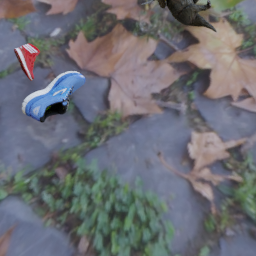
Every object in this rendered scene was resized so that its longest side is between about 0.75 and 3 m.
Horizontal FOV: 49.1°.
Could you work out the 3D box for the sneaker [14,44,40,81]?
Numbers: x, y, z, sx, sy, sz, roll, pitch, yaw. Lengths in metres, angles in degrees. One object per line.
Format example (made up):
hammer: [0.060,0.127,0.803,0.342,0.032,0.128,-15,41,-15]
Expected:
sneaker: [-2.767,-1.918,8.101,0.657,1.138,0.446,-34,63,-20]

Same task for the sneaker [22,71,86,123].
sneaker: [-1.842,-0.800,7.652,0.882,0.777,1.979,37,60,15]

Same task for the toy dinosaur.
toy dinosaur: [1.813,-3.990,9.041,2.649,1.355,1.019,32,53,-21]
